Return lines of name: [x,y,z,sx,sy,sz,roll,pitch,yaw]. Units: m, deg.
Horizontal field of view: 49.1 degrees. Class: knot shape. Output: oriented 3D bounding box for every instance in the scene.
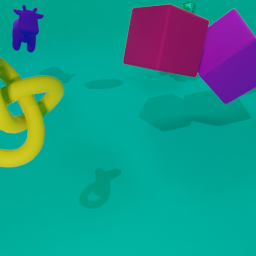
knot shape: [-1.289,-0.283,3.095,0.570,1.153,1.233,12,53,28]

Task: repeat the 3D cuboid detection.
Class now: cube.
cube: [0.799,-1.863,6.114,1.218,1.218,1.218,2,15,-38]
cube: [2.536,-1.735,6.985,1.390,1.390,1.390,-33,43,27]

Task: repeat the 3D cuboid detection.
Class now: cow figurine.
cow figurine: [-3.147,-3.119,8.592,0.855,1.533,1.558,1,40,-28]

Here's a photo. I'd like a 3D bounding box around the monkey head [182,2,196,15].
monkey head: [1.800,-3.223,8.811,1.791,1.288,1.079,-11,19,-10]
